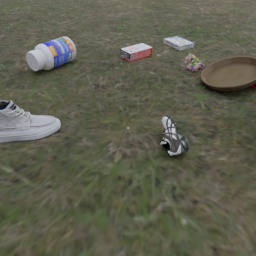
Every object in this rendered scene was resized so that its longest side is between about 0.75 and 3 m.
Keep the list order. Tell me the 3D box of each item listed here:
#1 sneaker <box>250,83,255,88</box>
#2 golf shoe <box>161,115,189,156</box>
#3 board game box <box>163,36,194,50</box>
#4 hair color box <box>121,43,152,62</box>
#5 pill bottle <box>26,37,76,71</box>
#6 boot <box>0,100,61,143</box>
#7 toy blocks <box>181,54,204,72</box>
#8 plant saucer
[{"bbox_3d":[5.606,-1.930,11.051,2.091,0.819,1.208,2,41,24],"label":"sneaker"},{"bbox_3d":[1.145,0.194,7.917,0.670,0.551,1.418,-26,42,1],"label":"golf shoe"},{"bbox_3d":[2.735,-4.617,15.211,0.966,0.246,1.436,-18,39,-24],"label":"board game box"},{"bbox_3d":[0.417,-3.726,13.753,1.409,0.450,0.781,-23,42,-31],"label":"hair color box"},{"bbox_3d":[-3.417,-3.266,12.478,1.146,1.146,2.045,23,42,30],"label":"pill bottle"},{"bbox_3d":[-3.208,-0.266,8.173,2.331,1.114,0.857,-11,36,-15],"label":"boot"},{"bbox_3d":[2.833,-2.784,12.396,0.736,0.663,0.787,49,26,13],"label":"toy blocks"},{"bbox_3d":[4.118,-2.139,11.041,2.412,0.355,2.412,-14,35,11],"label":"plant saucer"}]
